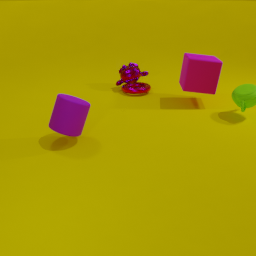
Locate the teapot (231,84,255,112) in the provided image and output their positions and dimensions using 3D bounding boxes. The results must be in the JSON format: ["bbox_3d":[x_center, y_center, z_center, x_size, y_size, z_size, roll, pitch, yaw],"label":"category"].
[{"bbox_3d":[3.806,-1.002,8.970,0.870,0.685,1.399,2,41,36],"label":"teapot"}]

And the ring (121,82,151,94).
[{"bbox_3d":[0.326,-1.615,11.248,1.203,0.241,1.203,-1,23,0],"label":"ring"}]

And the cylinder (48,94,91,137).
[{"bbox_3d":[-1.554,-0.347,7.457,0.904,0.904,0.904,19,11,-4],"label":"cylinder"}]

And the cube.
[{"bbox_3d":[2.495,-1.915,9.792,1.131,1.131,1.131,6,24,0],"label":"cube"}]

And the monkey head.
[{"bbox_3d":[0.127,-2.099,11.404,1.389,1.000,0.837,-19,59,2],"label":"monkey head"}]
